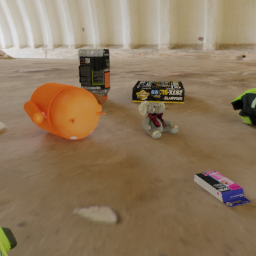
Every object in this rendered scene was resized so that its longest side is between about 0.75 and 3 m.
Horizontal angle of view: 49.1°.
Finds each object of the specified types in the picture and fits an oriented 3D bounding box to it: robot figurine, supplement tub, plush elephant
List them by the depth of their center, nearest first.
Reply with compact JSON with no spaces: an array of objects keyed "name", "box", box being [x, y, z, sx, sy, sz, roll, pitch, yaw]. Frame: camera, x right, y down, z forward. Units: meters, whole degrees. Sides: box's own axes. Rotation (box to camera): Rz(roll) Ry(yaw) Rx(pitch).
[{"name":"robot figurine","box":[-1.568,-0.422,6.794,2.177,1.270,1.566,16,-17,44]},{"name":"plush elephant","box":[0.704,-0.291,7.066,0.862,0.811,1.047,-10,19,-32]},{"name":"supplement tub","box":[-1.325,-2.130,11.115,1.247,2.035,1.247,0,16,0]}]

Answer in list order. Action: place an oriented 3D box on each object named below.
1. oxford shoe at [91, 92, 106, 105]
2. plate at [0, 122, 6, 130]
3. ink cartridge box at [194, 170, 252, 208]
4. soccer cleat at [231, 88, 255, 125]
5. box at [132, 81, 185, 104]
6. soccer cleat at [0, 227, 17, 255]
[{"name":"oxford shoe","box":[-1.500,-0.960,10.152,1.498,0.534,0.534,6,43,26]},{"name":"plate","box":[-4.341,0.051,6.816,1.912,0.309,1.908,3,16,9]},{"name":"ink cartridge box","box":[1.412,0.899,4.246,0.402,0.157,0.849,-6,20,-21]},{"name":"soccer cleat","box":[3.671,-0.334,7.478,1.025,0.854,2.529,-30,25,7]},{"name":"box","box":[1.282,-1.560,11.746,2.008,0.620,2.514,3,17,6]},{"name":"soccer cleat","box":[-1.255,1.188,1.711,2.941,0.951,1.230,15,15,38]}]
